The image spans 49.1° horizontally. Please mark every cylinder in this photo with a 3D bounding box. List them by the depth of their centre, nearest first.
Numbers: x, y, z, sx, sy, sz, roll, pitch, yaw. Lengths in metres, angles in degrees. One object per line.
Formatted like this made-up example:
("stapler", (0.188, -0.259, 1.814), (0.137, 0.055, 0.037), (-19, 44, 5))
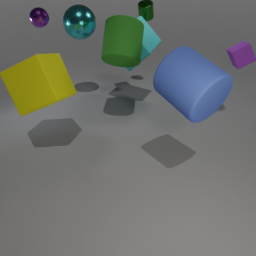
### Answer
("cylinder", (1.585, -1.078, 6.966), (1.400, 1.400, 1.400), (-21, 53, -33))
("cylinder", (-0.184, -3.039, 9.970), (1.400, 1.400, 1.400), (6, -4, 0))
("cylinder", (0.827, -5.413, 12.904), (0.700, 0.700, 0.700), (-5, 52, 6))

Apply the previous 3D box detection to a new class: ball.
("ball", (-3.269, -4.068, 10.321), (0.700, 0.700, 0.700), (0, 29, 0))
("ball", (-2.041, -4.455, 11.827), (1.400, 1.400, 1.400), (0, 29, 0))

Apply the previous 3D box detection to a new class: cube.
("cube", (-2.693, -1.361, 8.621), (1.400, 1.400, 1.400), (-20, 10, 18))
("cube", (4.189, -2.712, 10.375), (0.700, 0.700, 0.700), (-27, 21, 13))
("cube", (0.290, -3.563, 11.866), (1.400, 1.400, 1.400), (-31, 17, 44))
